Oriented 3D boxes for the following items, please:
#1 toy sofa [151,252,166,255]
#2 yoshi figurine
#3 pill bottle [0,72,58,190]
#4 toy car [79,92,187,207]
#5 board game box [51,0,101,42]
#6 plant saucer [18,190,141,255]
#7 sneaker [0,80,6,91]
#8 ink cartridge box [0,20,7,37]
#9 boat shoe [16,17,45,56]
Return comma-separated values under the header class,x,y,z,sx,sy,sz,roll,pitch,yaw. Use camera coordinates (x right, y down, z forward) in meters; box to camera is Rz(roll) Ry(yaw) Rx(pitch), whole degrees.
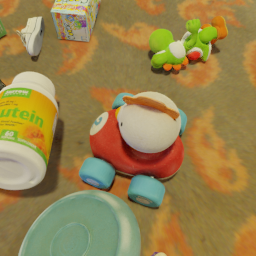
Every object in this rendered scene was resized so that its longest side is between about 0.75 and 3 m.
class,x,y,z,sx,sy,sz,roll,pitch,yaw
toy sofa,0.638,3.832,5.215,1.304,1.107,2.672,-22,62,-18
yoshi figurine,1.764,-2.920,9.103,2.611,1.468,1.462,-27,48,-12
pill bottle,-2.621,-0.094,6.949,1.597,1.597,2.875,-1,46,-1
toy car,0.216,-0.029,6.477,2.496,2.821,2.601,18,61,11
board game box,-1.760,-4.321,9.947,1.156,1.176,2.243,7,60,4
plant saucer,-1.127,2.440,5.784,2.804,0.384,2.804,-13,43,12
sneaker,-4.526,-1.438,8.617,1.861,0.688,0.738,21,71,19
ink cartridge box,-5.671,-3.388,8.915,2.761,2.007,1.208,-36,66,-19
boat shoe,-3.390,-3.163,9.559,0.789,0.683,1.850,-1,58,-1
